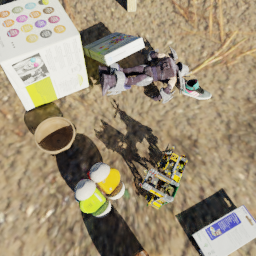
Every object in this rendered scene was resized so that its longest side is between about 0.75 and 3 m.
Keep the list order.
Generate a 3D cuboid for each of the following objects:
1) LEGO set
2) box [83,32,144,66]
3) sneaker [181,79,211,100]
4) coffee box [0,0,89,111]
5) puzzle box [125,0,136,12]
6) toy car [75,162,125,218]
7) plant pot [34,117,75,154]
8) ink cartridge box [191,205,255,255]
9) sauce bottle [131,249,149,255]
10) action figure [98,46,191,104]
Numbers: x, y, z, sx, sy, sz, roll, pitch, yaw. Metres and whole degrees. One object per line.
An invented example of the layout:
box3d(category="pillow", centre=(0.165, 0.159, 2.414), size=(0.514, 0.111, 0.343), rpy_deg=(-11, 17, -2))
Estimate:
box3d(category="LEGO set", centre=(0.748, 1.174, 6.988), size=(0.905, 1.201, 1.562), rpy_deg=(30, 71, -2))
box3d(category="box", centre=(-0.512, -2.646, 9.184), size=(1.381, 0.365, 1.772), rpy_deg=(-30, 36, -16))
box3d(category="sneaker", centre=(2.163, -1.238, 8.713), size=(0.957, 0.578, 0.400), rpy_deg=(14, 61, 8))
box3d(category="coffee box", centre=(-2.646, -2.271, 8.366), size=(2.165, 2.189, 2.186), rpy_deg=(-25, 63, -13))
box3d(category="puzzle box", centre=(-0.001, -6.023, 10.165), size=(0.360, 2.834, 1.885), rpy_deg=(-7, 60, -2))
box3d(category="toy car", centre=(-0.813, 1.484, 7.007), size=(0.965, 1.126, 1.287), rpy_deg=(13, 55, 47))
box3d(category="plant pot", centre=(-2.011, 0.281, 7.881), size=(1.114, 0.514, 1.114), rpy_deg=(0, 60, 0))
box3d(category="ink cartridge box", centre=(2.359, 2.548, 6.710), size=(1.542, 0.302, 0.767), rpy_deg=(-24, 63, -12))
box3d(category="sauce bottle", centre=(0.830, 3.942, 5.512), size=(0.985, 0.985, 2.983), rpy_deg=(-31, 63, -16))
box3d(category="action figure", centre=(0.579, -1.664, 8.773), size=(2.948, 1.023, 1.918), rpy_deg=(-7, 53, -8))
